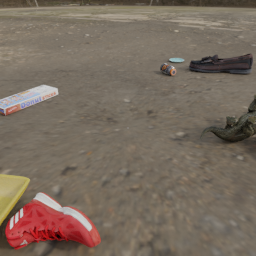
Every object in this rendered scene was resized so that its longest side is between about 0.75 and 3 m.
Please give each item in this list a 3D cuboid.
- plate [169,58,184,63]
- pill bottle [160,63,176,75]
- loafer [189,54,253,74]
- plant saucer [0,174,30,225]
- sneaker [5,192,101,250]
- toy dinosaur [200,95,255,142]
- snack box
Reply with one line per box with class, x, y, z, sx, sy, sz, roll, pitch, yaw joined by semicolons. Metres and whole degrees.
plate;2.534;-3.503;14.554;0.759;0.097;0.759;1;28;0
pill bottle;1.821;-2.606;12.553;0.416;0.416;0.783;-15;32;-25
loafer;4.262;-3.056;12.882;2.809;0.885;1.010;6;29;10
plant saucer;-2.996;1.544;4.791;1.999;0.484;1.999;5;28;8
sneaker;-1.277;1.716;4.489;1.672;0.655;0.966;8;36;41
toy dinosaur;3.034;-0.072;7.241;2.501;1.279;0.963;-35;60;-11
snack box;-3.542;-1.027;9.768;0.801;0.271;2.227;18;33;30
